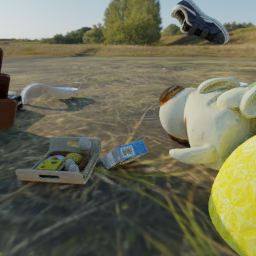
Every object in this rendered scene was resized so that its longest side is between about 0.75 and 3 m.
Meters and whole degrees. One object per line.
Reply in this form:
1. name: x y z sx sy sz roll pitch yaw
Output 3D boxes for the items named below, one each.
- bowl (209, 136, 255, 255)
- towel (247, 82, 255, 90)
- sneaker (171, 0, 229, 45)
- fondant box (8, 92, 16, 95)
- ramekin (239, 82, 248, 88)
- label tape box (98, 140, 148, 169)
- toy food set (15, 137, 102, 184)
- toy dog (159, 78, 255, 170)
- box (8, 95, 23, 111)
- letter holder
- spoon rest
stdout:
1. bowl: 2.578 0.598 3.643 2.854 1.536 2.854 0 16 0
2. towel: 4.667 -1.348 10.916 1.511 0.177 1.153 -29 16 12
3. sneaker: 2.135 -3.097 8.573 0.766 1.930 0.757 -44 -10 -15
4. fondant box: -5.404 -1.380 12.137 0.669 0.270 0.927 5 19 15
5. ramekin: 4.440 -1.619 12.230 1.433 0.667 1.433 -1 17 0
6. label tape box: -0.127 0.579 5.605 0.648 0.299 0.904 -14 -16 -37
7. toy food set: -1.261 0.547 5.509 1.193 0.502 1.663 2 17 7
8. toy dog: 1.710 -0.079 6.083 2.486 1.789 2.564 -35 27 -10
9. box: -5.094 -0.671 9.420 2.249 0.553 2.328 -1 18 3
10. letter holder: -4.339 -0.873 6.895 2.802 1.992 1.409 -15 58 -40
11. spoon rest: -3.305 -1.571 11.931 2.545 0.771 1.264 -16 23 -40
